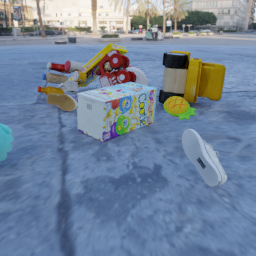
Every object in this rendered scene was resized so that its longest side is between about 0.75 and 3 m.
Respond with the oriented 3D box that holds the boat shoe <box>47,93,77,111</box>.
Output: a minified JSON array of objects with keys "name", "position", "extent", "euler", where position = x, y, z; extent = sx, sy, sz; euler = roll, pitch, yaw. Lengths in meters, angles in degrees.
[{"name":"boat shoe","position":[-2.080,-0.864,9.245],"extent":[1.407,0.498,0.488],"euler":[21,5,36]}]

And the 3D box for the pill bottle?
[{"name":"pill bottle","position":[-0.203,-1.799,10.706],"extent":[1.261,1.261,2.233],"euler":[-7,20,-18]}]

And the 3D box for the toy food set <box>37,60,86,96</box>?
[{"name":"toy food set","position":[-2.220,-1.648,9.182],"extent":[0.913,0.968,2.028],"euler":[4,-9,-35]}]

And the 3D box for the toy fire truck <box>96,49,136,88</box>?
[{"name":"toy fire truck","position":[-0.465,-1.749,9.050],"extent":[1.150,1.369,0.768],"euler":[-23,0,21]}]

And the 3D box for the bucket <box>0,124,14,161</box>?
[{"name":"bucket","position":[-2.586,0.236,4.968],"extent":[0.906,0.906,0.589],"euler":[10,-16,26]}]

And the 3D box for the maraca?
[{"name":"maraca","position":[1.157,-0.445,6.334],"extent":[0.546,0.426,0.796],"euler":[-35,50,-16]}]

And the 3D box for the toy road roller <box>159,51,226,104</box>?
[{"name":"toy road roller","position":[2.243,-1.712,9.757],"extent":[2.018,1.698,2.764],"euler":[9,19,12]}]

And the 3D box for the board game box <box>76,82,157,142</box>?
[{"name":"board game box","position":[-0.251,-0.503,7.400],"extent":[1.036,1.018,1.976],"euler":[21,29,39]}]

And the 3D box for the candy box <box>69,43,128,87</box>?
[{"name":"candy box","position":[-1.249,-2.448,11.239],"extent":[2.497,0.330,1.276],"euler":[-34,-5,26]}]

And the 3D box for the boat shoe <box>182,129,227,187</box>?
[{"name":"boat shoe","position":[1.368,0.483,4.860],"extent":[0.472,0.409,1.108],"euler":[3,46,-39]}]
